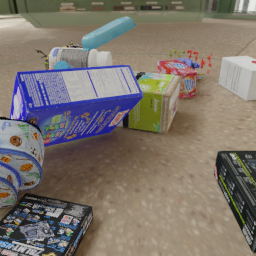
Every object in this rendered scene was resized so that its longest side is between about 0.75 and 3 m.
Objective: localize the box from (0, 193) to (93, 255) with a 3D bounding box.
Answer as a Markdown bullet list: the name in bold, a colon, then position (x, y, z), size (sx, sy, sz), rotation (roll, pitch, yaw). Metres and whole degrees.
- **box**: position (-1.666, 1.972, 5.277), size (1.579, 0.392, 1.567), rotation (7, 29, 13)

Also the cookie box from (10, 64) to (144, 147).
- **cookie box**: position (-1.473, -0.516, 7.540), size (2.936, 2.511, 1.103), rotation (-11, 71, -30)

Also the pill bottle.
- **pill bottle**: position (-2.219, -3.042, 13.499), size (2.758, 1.569, 1.569), rotation (5, 28, 8)

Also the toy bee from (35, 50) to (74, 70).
- **toy bee**: position (-2.886, -2.058, 12.066), size (2.884, 1.567, 1.888), rotation (26, 4, 33)

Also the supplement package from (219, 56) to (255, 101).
- **supplement package**: position (5.181, -2.226, 12.206), size (1.339, 1.323, 2.209), rotation (-7, 29, -13)

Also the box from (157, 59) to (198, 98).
- **box**: position (2.118, -2.237, 12.445), size (1.067, 1.114, 2.235), rotation (-6, 29, -12)

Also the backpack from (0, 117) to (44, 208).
- **backpack**: position (-2.901, 0.688, 5.914), size (2.187, 2.296, 1.769), rotation (-5, 61, -13)

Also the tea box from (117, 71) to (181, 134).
- **tea box**: position (0.624, -0.992, 9.771), size (2.063, 1.401, 2.097), rotation (9, 29, 15)

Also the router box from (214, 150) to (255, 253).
- **router box**: position (3.097, 1.398, 5.951), size (1.821, 0.755, 2.430), rotation (-1, 29, -1)

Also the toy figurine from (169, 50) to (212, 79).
- **toy figurine**: position (2.738, -3.295, 13.733), size (2.485, 1.311, 1.489), rotation (17, 9, 28)

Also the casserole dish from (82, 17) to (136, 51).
- **casserole dish**: position (-0.712, -3.284, 9.632), size (2.151, 0.417, 1.303), rotation (-35, 27, -17)

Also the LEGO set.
- **LEGO set**: position (-3.281, -4.071, 15.351), size (2.169, 1.634, 2.821), rotation (12, 30, 21)
